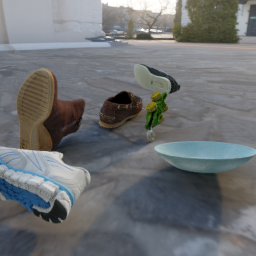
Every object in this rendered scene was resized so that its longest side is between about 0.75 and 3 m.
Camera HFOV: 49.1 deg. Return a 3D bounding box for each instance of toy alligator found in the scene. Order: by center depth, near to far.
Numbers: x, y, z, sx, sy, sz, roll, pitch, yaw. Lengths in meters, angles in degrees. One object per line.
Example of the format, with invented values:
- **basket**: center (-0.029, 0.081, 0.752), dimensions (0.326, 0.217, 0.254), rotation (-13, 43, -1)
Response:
- **toy alligator**: center (0.754, -0.403, 8.569), dimensions (0.494, 0.681, 2.055), rotation (-11, 37, 35)

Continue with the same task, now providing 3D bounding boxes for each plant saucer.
- **plant saucer**: center (1.664, 0.643, 6.203), dimensions (2.168, 0.417, 2.168), rotation (0, 7, 0)

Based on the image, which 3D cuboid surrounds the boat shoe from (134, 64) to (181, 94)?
- **boat shoe**: center (1.040, -1.899, 10.829), dimensions (0.764, 0.811, 2.259), rotation (-16, 37, -34)

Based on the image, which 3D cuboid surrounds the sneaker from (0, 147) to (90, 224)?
- **sneaker**: center (-1.847, 0.801, 5.270), dimensions (2.618, 0.981, 1.134), rotation (19, 36, 24)

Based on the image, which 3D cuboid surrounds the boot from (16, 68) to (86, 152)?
- **boot**: center (-1.752, -0.513, 6.938), dimensions (0.868, 2.400, 1.996), rotation (31, 32, 14)

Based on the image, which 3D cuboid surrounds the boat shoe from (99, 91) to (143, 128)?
- **boat shoe**: center (-0.111, -0.813, 9.690), dimensions (0.928, 0.927, 2.637), rotation (16, 24, 17)
